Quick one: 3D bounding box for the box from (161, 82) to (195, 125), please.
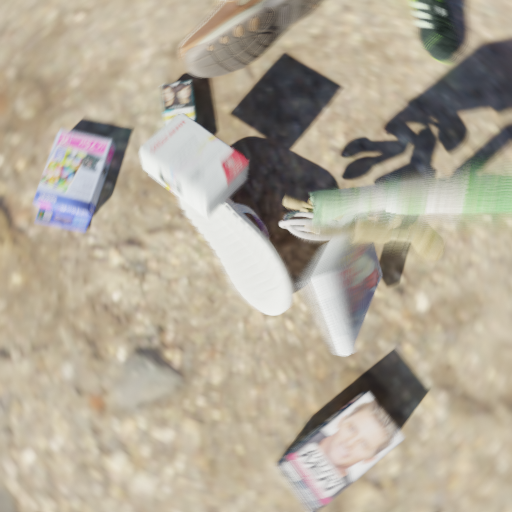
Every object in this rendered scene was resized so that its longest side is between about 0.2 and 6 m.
[{"bbox_3d":[-1.277,-2.293,9.379,0.498,0.297,1.209,-8,75,-2],"label":"box"}]

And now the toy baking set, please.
[{"bbox_3d":[1.409,-0.342,7.532,2.201,2.867,0.334,10,104,1],"label":"toy baking set"}]

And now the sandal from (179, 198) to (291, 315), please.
[{"bbox_3d":[-0.198,-0.297,8.556,0.637,1.054,2.590,-26,75,-43],"label":"sandal"}]

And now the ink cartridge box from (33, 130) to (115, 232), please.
[{"bbox_3d":[-2.981,-1.228,9.106,0.925,0.325,1.550,13,77,4],"label":"ink cartridge box"}]

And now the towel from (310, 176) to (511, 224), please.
[{"bbox_3d":[1.931,-0.716,6.886,2.511,1.915,0.294,-5,101,6],"label":"towel"}]

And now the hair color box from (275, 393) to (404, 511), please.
[{"bbox_3d":[1.164,2.773,7.949,1.652,0.500,0.826,-37,78,-9],"label":"hair color box"}]

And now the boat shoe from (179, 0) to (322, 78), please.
[{"bbox_3d":[-0.148,-4.174,9.506,3.127,1.184,1.123,-41,75,-19],"label":"boat shoe"}]

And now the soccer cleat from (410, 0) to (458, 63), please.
[{"bbox_3d":[3.064,-4.182,9.650,0.605,0.726,1.791,-13,76,-3],"label":"soccer cleat"}]

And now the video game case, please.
[{"bbox_3d":[1.321,0.286,7.811,0.189,1.501,1.648,3,43,32],"label":"video game case"}]

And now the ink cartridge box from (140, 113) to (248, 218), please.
[{"bbox_3d":[-0.884,-1.310,8.035,1.262,0.523,0.920,38,69,12],"label":"ink cartridge box"}]
